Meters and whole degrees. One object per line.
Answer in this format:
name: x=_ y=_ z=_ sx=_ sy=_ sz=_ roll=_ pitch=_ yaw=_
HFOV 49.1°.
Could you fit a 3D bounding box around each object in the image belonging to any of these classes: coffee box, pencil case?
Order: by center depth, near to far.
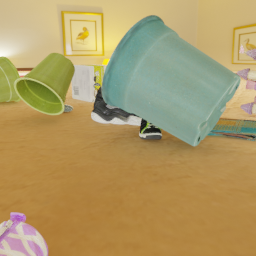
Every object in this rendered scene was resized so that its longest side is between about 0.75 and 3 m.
pencil case: x=-1.177 y=1.291 z=2.115 sx=0.635 sy=0.646 sz=1.512 roll=5 pitch=16 yaw=9
coffee box: x=-1.681 y=-2.304 z=14.120 sx=1.694 sy=1.710 sz=1.713 roll=-13 pitch=19 yaw=-41

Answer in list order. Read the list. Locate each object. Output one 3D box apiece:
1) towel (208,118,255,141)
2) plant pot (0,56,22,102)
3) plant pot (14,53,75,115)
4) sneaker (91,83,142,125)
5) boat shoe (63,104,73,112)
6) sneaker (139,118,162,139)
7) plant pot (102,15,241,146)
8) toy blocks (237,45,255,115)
towel: x=3.131 y=-0.013 z=8.219 sx=1.434 sy=0.212 sz=1.955 roll=7 pitch=14 yaw=25
plant pot: x=-6.191 y=-1.882 z=12.455 sx=2.186 sy=2.186 sz=2.076 roll=12 pitch=30 yaw=39
plant pot: x=-2.633 y=-1.634 z=9.608 sx=1.772 sy=1.772 sz=1.683 roll=7 pitch=55 yaw=24
sneaker: x=0.046 y=-0.886 z=9.043 sx=2.561 sy=1.457 sz=0.966 roll=2 pitch=14 yaw=8
boat shoe: x=-2.660 y=-0.696 z=10.861 sx=1.065 sy=0.388 sz=0.329 roll=2 pitch=56 yaw=-20
sneaker: x=0.571 y=-0.136 z=7.697 sx=0.578 sy=0.668 sz=1.613 roll=-1 pitch=14 yaw=-4
plant pot: x=1.105 y=-0.985 z=6.757 sx=2.469 sy=2.521 sz=2.521 roll=36 pitch=28 yaw=20
toy blocks: x=5.204 y=-1.777 z=10.525 sx=2.222 sy=2.467 sz=2.640 roll=16 pitch=24 yaw=32
